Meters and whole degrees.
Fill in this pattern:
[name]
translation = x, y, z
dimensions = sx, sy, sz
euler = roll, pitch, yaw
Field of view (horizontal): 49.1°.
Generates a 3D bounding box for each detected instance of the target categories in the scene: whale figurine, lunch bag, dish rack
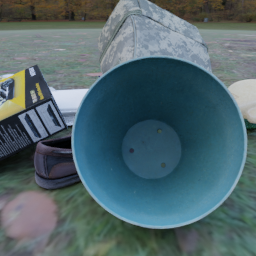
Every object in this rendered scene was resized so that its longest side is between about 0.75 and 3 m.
[whale figurine]
translation = 2.828, -0.363, 7.267
dimensions = 2.171, 1.126, 1.727
euler = -29, 32, -6
[lunch bag]
translation = 0.689, -1.635, 7.159
dimensions = 2.832, 1.973, 2.375
euler = 15, 45, -31
[dish rack]
translation = -1.565, -0.771, 8.472
dimensions = 2.839, 0.618, 2.437
euler = -4, 22, -12

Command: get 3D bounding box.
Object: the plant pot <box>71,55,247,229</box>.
[plant pot]
translation = 0.420, 0.264, 4.468
dimensions = 2.326, 2.326, 1.566
euler = 0, -11, 1

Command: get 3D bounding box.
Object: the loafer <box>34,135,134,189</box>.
[loafer]
translation = -0.589, 0.346, 5.542
dimensions = 2.611, 0.822, 0.938
euler = -20, 30, -39

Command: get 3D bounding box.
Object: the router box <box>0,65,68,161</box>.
[router box]
translation = -2.775, -0.333, 6.207
dimensions = 2.310, 0.767, 2.938
euler = -28, 31, -10

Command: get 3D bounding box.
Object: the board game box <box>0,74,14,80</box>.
[board game box]
translation = -4.752, -1.564, 10.547
dimensions = 1.601, 0.409, 2.363
euler = 10, 25, 22
